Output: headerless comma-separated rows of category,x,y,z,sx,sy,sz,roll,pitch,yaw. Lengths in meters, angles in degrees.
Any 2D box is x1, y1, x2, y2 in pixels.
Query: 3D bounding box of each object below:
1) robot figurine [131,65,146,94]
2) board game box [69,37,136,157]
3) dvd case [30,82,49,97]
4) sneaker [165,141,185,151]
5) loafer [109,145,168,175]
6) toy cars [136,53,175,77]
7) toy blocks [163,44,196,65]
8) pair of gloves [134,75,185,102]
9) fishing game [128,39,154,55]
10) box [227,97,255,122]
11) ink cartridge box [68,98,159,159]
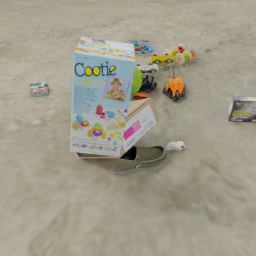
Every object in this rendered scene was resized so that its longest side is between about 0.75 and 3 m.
robot figurine,-0.516,-2.220,13.102,2.581,1.493,2.264,-11,22,-5
board game box,-0.669,-0.744,7.029,1.351,2.576,1.327,7,32,-5
dvd case,-4.447,-1.940,13.978,0.875,0.132,1.199,-11,39,-14
sneaker,1.745,0.682,10.266,0.758,0.284,0.378,-12,38,-16
loafer,0.400,0.983,9.468,2.112,0.736,0.794,-15,39,-19
toy cars,1.441,-3.429,15.631,1.283,0.634,2.862,29,49,31
toy blocks,3.391,-4.578,17.084,1.951,0.708,1.626,-29,45,-33
pair of gloves,1.561,-1.970,13.884,2.520,0.312,2.245,3,38,9
fishing game,0.723,-5.441,18.526,2.008,0.436,2.804,2,36,-2
box,4.909,-0.760,11.586,1.330,1.053,0.321,2,37,2
ink cartridge box,-0.466,0.013,9.911,2.134,0.973,2.590,-5,25,44
